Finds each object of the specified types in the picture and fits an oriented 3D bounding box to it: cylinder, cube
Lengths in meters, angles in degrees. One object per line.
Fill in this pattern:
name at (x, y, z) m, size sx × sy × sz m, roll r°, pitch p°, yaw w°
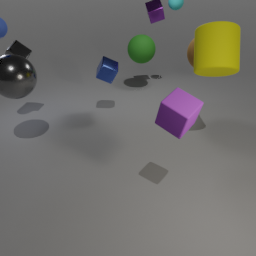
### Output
cylinder at (2.839, -2.473, 8.984) m, size 1.400 × 1.400 × 1.400 m, roll 2°, pitch -1°, yaw 0°
cube at (-4.187, -2.722, 10.567) m, size 0.700 × 0.700 × 0.700 m, roll 34°, pitch 45°, yaw -20°
cube at (1.260, -5.434, 13.007) m, size 0.700 × 0.700 × 0.700 m, roll -16°, pitch 62°, yaw 9°
cube at (-0.853, -2.384, 11.518) m, size 0.700 × 0.700 × 0.700 m, roll 19°, pitch 41°, yaw -20°
cube at (1.126, -0.333, 6.243) m, size 0.700 × 0.700 × 0.700 m, roll 35°, pitch 52°, yaw 19°

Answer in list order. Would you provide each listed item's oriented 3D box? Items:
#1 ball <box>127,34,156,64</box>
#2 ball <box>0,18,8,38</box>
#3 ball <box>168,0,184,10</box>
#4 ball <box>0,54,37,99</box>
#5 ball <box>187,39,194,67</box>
ball at (0.673, -3.929, 13.951) m, size 1.400 × 1.400 × 1.400 m, roll 0°, pitch 29°, yaw 0°
ball at (-4.278, -3.254, 9.065) m, size 0.700 × 0.700 × 0.700 m, roll 0°, pitch 29°, yaw 0°
ball at (2.185, -5.740, 12.757) m, size 0.700 × 0.700 × 0.700 m, roll 0°, pitch 29°, yaw 0°
ball at (-3.613, -1.617, 8.873) m, size 1.400 × 1.400 × 1.400 m, roll 0°, pitch 29°, yaw 0°
ball at (2.974, -2.886, 10.724) m, size 1.400 × 1.400 × 1.400 m, roll 0°, pitch 29°, yaw 0°
